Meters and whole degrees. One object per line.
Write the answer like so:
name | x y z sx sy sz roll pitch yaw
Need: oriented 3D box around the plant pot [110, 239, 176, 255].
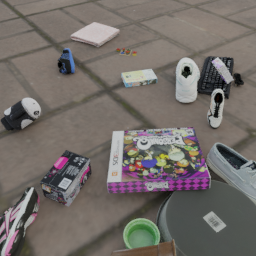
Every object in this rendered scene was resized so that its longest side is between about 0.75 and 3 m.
plant pot | 0.336 2.988 5.623 1.325 1.338 1.338 -5 42 5

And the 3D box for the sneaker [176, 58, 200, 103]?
sneaker | 2.442 -2.251 11.356 1.004 1.144 2.855 0 40 11

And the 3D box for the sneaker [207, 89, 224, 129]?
sneaker | 2.992 -0.639 9.549 0.505 1.369 0.548 3 8 13

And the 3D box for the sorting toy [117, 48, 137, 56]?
sorting toy | -0.078 -3.732 13.705 1.081 0.183 0.521 9 43 9

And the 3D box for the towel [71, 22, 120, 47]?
towel | -1.727 -5.023 15.019 1.911 0.323 2.001 25 48 23

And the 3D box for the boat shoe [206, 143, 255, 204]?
boat shoe | 3.209 1.244 7.749 0.820 0.837 2.349 -26 48 -31

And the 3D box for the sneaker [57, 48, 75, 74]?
sneaker | -2.873 -3.056 12.638 0.689 0.620 1.768 -6 44 -18

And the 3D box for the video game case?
video game case | 0.794 0.832 8.097 2.644 0.473 2.397 -3 33 4

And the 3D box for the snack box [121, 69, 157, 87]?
snack box | 0.473 -2.125 11.888 1.372 0.255 0.797 -10 43 -10

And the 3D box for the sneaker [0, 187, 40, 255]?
sneaker | -2.810 2.211 6.825 0.783 0.728 1.814 5 42 7

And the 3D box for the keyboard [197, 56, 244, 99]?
keyboard | 4.050 -2.272 11.982 1.790 0.382 2.981 13 45 14

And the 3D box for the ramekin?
ramekin | 0.315 2.615 6.591 0.847 0.414 0.847 0 42 0

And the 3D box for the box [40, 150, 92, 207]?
box | -1.660 1.374 7.728 0.828 0.719 1.253 18 47 16

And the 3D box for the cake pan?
cake pan | 2.068 2.365 6.803 2.751 0.504 2.751 0 43 0

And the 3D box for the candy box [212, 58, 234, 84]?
candy box | 3.704 -2.250 10.955 0.303 0.848 0.711 -35 32 18

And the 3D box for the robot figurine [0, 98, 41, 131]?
robot figurine | -3.580 -0.435 9.433 1.316 0.821 0.989 -34 42 -1
